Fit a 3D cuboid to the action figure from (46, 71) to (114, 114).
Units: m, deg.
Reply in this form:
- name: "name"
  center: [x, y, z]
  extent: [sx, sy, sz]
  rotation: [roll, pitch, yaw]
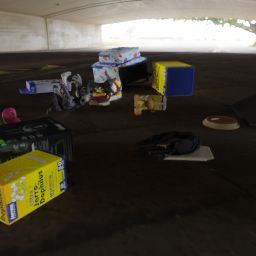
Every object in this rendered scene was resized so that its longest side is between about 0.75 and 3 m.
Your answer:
- name: "action figure"
  center: [-1.846, -1.370, 10.103]
  extent: [2.579, 1.316, 1.533]
  rotation: [-17, 8, 4]

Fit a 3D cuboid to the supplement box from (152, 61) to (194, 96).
- name: "supplement box"
  center: [2.154, -2.523, 13.997]
  extent: [1.375, 1.366, 2.510]
  rotation: [-3, 19, -9]

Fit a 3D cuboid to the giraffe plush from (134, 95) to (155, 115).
- name: "giraffe plush"
  center: [0.610, -0.824, 9.927]
  extent: [0.702, 0.746, 0.865]
  rotation: [0, 10, 7]

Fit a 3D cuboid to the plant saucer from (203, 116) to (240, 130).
- name: "plant saucer"
  center: [2.996, -0.190, 9.006]
  extent: [1.144, 0.169, 1.144]
  rotation: [-1, 19, 0]

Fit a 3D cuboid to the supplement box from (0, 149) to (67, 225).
- name: "supplement box"
  center: [-1.749, 0.937, 4.816]
  extent: [0.700, 0.695, 1.278]
  rotation: [12, 22, 31]

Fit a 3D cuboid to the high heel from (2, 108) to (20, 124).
- name: "high heel"
  center: [-3.276, -0.213, 8.273]
  extent: [0.832, 0.584, 1.735]
  rotation: [-13, 25, -6]

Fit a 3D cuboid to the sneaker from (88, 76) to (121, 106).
- name: "sneaker"
  center: [-0.978, -1.620, 11.829]
  extent: [0.873, 1.049, 2.328]
  rotation: [7, 20, 19]

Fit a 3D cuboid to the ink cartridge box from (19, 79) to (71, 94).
- name: "ink cartridge box"
  center: [-4.268, -2.148, 14.342]
  extent: [2.425, 0.509, 1.447]
  rotation: [-10, 21, -22]

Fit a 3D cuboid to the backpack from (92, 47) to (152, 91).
- name: "backpack"
  center: [-0.580, -3.225, 15.155]
  extent: [2.739, 2.215, 2.876]
  rotation: [1, 19, 38]

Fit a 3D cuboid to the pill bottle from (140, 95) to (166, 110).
- name: "pill bottle"
  center: [0.956, -0.981, 10.721]
  extent: [0.974, 0.557, 0.557]
  rotation: [4, 19, 12]

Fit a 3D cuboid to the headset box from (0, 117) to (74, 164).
- name: "headset box"
  center: [-2.300, 0.384, 6.326]
  extent: [1.686, 0.782, 1.468]
  rotation: [-13, 22, -33]

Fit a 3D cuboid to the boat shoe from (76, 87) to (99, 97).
- name: "boat shoe"
  center: [-1.624, -1.587, 12.617]
  extent: [1.389, 0.496, 0.456]
  rotation: [-4, 14, -26]

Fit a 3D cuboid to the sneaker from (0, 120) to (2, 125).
- name: "sneaker"
  center: [-4.159, -0.145, 8.576]
  extent: [0.420, 0.353, 1.071]
  rotation: [-16, 24, -29]

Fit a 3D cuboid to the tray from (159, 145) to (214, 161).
- name: "tray"
  center: [1.312, 0.606, 6.669]
  extent: [1.309, 0.145, 0.703]
  rotation: [1, 18, 5]

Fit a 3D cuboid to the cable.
- name: "cable"
  center: [1.012, 0.393, 6.892]
  extent: [1.336, 0.416, 1.637]
  rotation: [2, 15, 44]

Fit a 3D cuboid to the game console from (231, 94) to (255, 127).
- name: "game console"
  center: [5.338, -0.471, 9.666]
  extent: [2.506, 1.658, 2.849]
  rotation: [31, 20, -3]
